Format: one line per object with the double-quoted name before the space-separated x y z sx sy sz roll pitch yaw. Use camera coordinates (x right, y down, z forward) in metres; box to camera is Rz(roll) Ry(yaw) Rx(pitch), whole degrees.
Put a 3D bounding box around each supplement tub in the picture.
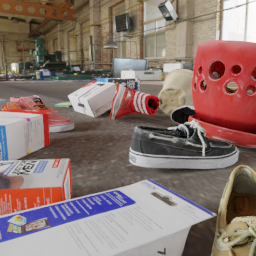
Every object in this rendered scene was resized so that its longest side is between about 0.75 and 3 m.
"supplement tub" -4.714 -0.452 9.709 1.877 1.150 1.150 4 13 16

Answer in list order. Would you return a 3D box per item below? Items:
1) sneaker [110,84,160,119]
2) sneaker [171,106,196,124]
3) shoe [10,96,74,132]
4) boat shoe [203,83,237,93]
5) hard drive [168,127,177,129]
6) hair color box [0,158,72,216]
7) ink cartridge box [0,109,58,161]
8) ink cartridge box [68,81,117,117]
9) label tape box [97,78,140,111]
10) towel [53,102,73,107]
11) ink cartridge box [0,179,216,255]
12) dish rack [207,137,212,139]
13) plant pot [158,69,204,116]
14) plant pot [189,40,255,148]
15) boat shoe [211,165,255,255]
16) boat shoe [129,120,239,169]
"sneaker" 0.247 -0.728 11.000 1.714 1.163 2.968 17 -5 0
"sneaker" 2.648 -0.411 10.513 1.965 0.718 1.099 1 11 0
"shoe" -3.149 -0.544 10.061 2.570 1.169 0.918 4 13 19
"boat shoe" 3.095 -0.789 8.018 2.010 0.683 0.723 28 -8 13
"hard drive" 2.065 0.163 9.152 0.925 0.187 1.403 -6 13 -25
"hair color box" -2.015 0.980 4.224 2.191 0.700 1.215 -3 13 -7
"ink cartridge box" -3.235 0.153 7.338 1.666 0.964 2.867 4 13 18
"ink cartridge box" -1.602 -1.433 13.391 1.632 0.947 2.261 -35 28 -23
"label tape box" -0.564 -1.724 14.393 2.282 1.645 0.722 1 14 9
"towel" -3.543 -1.352 16.216 0.979 0.150 1.283 4 14 16
"ink cartridge box" -0.569 1.274 3.052 2.880 0.565 1.432 -8 11 -27
"dish rack" 2.580 0.393 8.015 0.648 0.230 0.844 -2 13 -3
"plant pot" 2.384 -1.535 13.321 2.135 2.135 1.954 6 26 25
"plant pot" 3.123 -0.939 7.938 2.830 2.577 2.830 11 12 -2
"boat shoe" 1.432 1.148 3.338 0.859 0.735 2.344 3 13 11
"boat shoe" 1.371 0.310 6.335 2.792 0.954 1.031 3 14 -17
